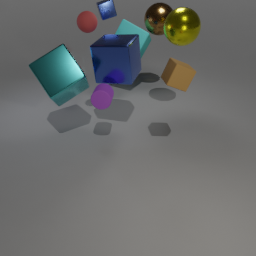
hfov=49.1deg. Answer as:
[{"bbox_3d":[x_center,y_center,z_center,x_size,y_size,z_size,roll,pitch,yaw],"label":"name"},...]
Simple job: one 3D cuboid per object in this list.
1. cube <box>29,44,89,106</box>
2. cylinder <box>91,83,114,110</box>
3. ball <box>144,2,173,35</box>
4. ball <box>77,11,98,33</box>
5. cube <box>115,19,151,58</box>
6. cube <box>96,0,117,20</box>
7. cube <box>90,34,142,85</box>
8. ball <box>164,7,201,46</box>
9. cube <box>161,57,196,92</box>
[{"bbox_3d":[-2.380,-1.824,9.949,1.400,1.400,1.400,-34,-5,-6],"label":"cube"},{"bbox_3d":[-0.876,-1.092,9.639,0.700,0.700,0.700,3,30,5],"label":"cylinder"},{"bbox_3d":[1.435,-4.949,12.748,1.400,1.400,1.400,0,32,0],"label":"ball"},{"bbox_3d":[-1.384,-3.592,9.491,0.700,0.700,0.700,0,32,0],"label":"ball"},{"bbox_3d":[0.134,-4.063,13.352,1.400,1.400,1.400,31,10,4],"label":"cube"},{"bbox_3d":[-0.977,-5.403,12.736,0.700,0.700,0.700,-20,33,-2],"label":"cube"},{"bbox_3d":[-0.387,-2.513,10.173,1.400,1.400,1.400,5,34,17],"label":"cube"},{"bbox_3d":[2.064,-3.855,10.688,1.400,1.400,1.400,0,32,0],"label":"ball"},{"bbox_3d":[1.535,-1.644,8.611,0.700,0.700,0.700,16,26,-19],"label":"cube"}]
